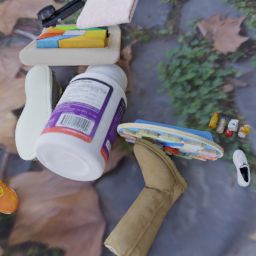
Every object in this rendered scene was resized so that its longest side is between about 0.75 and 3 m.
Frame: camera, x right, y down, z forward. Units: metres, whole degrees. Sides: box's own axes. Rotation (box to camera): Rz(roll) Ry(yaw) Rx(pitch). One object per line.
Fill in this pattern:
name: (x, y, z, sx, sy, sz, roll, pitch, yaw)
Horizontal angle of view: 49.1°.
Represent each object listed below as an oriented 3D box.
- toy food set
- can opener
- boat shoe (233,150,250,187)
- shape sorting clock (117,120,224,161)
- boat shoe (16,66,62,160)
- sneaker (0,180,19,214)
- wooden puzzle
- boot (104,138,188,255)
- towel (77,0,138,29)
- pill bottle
toy food set: (2.722, -0.090, 7.352, 1.037, 0.495, 0.467, 7, 60, 38)
can opener: (-1.789, -3.165, 7.678, 1.354, 0.532, 0.429, -28, 73, -9)
boat shoe: (2.859, 0.968, 6.994, 0.340, 0.310, 0.945, 4, 65, 2)
shape sorting clock: (0.888, 0.348, 6.186, 2.350, 2.350, 0.461, 10, 78, 5)
boat shoe: (-2.226, -0.376, 7.306, 0.972, 0.813, 2.719, -10, 62, 14)
sneaker: (-3.247, 1.410, 6.618, 1.651, 0.637, 0.602, 37, 69, 14)
wooden puzzle: (-1.467, -2.518, 7.938, 2.517, 0.507, 2.721, -1, 35, -1)
boot: (0.251, 1.617, 6.023, 1.943, 0.734, 2.219, 49, 67, -23)
towel: (-0.418, -3.113, 6.762, 1.584, 0.255, 1.513, 7, 72, 35)
pill bottle: (-0.930, -0.309, 6.787, 1.581, 1.581, 2.837, 14, 53, 7)
